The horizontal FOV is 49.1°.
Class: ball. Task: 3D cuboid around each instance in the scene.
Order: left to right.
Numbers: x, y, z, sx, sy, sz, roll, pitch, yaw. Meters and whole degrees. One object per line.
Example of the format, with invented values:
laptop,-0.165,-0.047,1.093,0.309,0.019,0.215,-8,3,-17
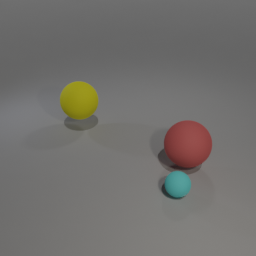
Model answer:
ball,-1.793,-1.010,10.323,1.400,1.400,1.400,0,30,0
ball,1.336,1.506,7.515,0.700,0.700,0.700,0,30,0
ball,1.771,0.471,8.313,1.400,1.400,1.400,0,30,0
